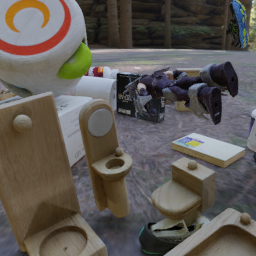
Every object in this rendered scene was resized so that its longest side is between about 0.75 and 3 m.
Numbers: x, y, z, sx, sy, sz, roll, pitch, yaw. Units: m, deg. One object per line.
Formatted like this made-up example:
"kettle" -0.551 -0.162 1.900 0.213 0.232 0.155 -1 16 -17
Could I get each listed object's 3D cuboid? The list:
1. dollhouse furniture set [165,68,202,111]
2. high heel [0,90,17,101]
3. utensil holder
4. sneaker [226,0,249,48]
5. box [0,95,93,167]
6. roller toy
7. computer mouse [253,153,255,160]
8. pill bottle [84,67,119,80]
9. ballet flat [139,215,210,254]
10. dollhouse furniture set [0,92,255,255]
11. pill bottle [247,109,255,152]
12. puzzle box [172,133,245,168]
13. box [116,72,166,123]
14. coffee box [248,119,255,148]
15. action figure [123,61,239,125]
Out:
"dollhouse furniture set" 2.543 -2.005 13.017 2.322 1.760 2.650 -1 20 -4
"high heel" -5.100 -1.522 12.766 2.682 0.957 1.912 -14 29 -12
"utensil holder" -1.357 -1.475 12.108 1.719 1.461 1.461 9 21 15
"sneaker" 4.073 -3.877 10.651 0.783 1.890 0.670 15 55 40
"box" -2.423 0.080 7.536 2.361 1.543 2.348 6 21 17
"roller toy" -2.389 -2.192 7.366 2.607 2.858 1.997 -12 -19 -8
"computer mouse" 4.822 0.631 7.372 2.691 0.619 1.890 10 23 25
"pill bottle" -1.678 -2.693 15.442 2.347 1.326 1.326 -2 20 4
"ballet flat" 0.989 1.713 4.448 1.618 0.553 0.550 -1 20 -3
"dollhouse furniture set" 0.062 0.844 3.633 2.794 2.394 2.938 -22 29 -29
"pill bottle" 3.962 -0.083 8.059 0.829 1.488 0.829 -1 19 0
"puzzle box" 2.285 0.588 8.074 1.156 0.221 1.738 -18 26 -40
"box" 0.473 -1.253 11.036 2.110 1.690 0.459 16 23 35
"coffee box" 4.718 -0.156 5.293 2.916 2.888 2.920 -3 34 -10
"action figure" 1.093 -0.909 6.734 1.852 0.988 2.847 -40 30 -23
